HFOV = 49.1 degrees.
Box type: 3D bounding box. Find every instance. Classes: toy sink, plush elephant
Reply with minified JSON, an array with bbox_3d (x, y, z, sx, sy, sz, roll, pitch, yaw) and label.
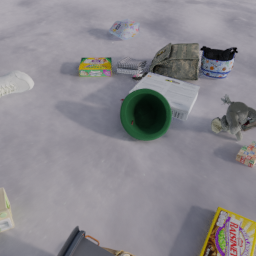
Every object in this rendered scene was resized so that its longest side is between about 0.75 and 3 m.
[{"bbox_3d":[-3.457,2.325,7.439,0.671,0.780,1.197,-15,39,-19],"label":"toy sink"},{"bbox_3d":[3.941,-0.196,10.357,1.482,1.394,1.800,-20,48,-10],"label":"plush elephant"}]

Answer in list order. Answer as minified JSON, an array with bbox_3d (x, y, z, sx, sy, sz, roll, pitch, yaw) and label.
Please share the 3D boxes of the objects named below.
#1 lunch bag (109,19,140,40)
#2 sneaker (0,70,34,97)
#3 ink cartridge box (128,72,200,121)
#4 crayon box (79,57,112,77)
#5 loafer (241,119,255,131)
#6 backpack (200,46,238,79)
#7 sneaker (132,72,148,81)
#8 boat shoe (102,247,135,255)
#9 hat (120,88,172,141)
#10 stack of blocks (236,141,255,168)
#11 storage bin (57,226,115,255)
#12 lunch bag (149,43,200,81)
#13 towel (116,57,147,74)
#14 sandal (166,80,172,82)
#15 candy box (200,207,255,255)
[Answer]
[{"bbox_3d":[-0.236,-6.615,18.785,1.681,1.069,1.425,-27,43,-22],"label":"lunch bag"},{"bbox_3d":[-5.683,-1.766,12.657,2.864,1.116,1.423,-3,44,10],"label":"sneaker"},{"bbox_3d":[1.653,-1.481,12.367,2.603,0.574,2.652,19,35,15],"label":"ink cartridge box"},{"bbox_3d":[-1.703,-3.250,14.873,1.652,0.482,1.425,-1,38,-2],"label":"crayon box"},{"bbox_3d":[5.001,-0.176,11.080,1.304,0.410,0.469,-11,8,-20],"label":"loafer"},{"bbox_3d":[4.463,-3.299,14.141,1.902,1.466,1.812,8,26,20],"label":"backpack"},{"bbox_3d":[0.602,-2.635,14.296,0.851,0.342,0.367,-16,18,-17],"label":"sneaker"},{"bbox_3d":[-0.088,3.148,6.469,1.890,0.654,0.697,14,40,18],"label":"boat shoe"},{"bbox_3d":[0.616,-0.396,11.434,1.959,2.082,2.365,3,74,-2],"label":"hat"},{"bbox_3d":[4.253,0.861,9.715,0.591,0.301,1.027,28,46,31],"label":"stack of blocks"},{"bbox_3d":[-0.741,3.080,5.692,1.325,1.973,1.436,22,42,9],"label":"storage bin"},{"bbox_3d":[2.391,-3.442,14.384,2.457,1.445,2.015,3,36,13],"label":"lunch bag"},{"bbox_3d":[0.219,-3.233,14.441,1.226,0.634,1.481,8,26,19],"label":"towel"},{"bbox_3d":[1.702,-2.308,13.811,1.039,0.413,0.452,13,8,25],"label":"sandal"},{"bbox_3d":[2.464,3.030,6.923,1.141,0.295,2.231,21,42,21],"label":"candy box"}]
